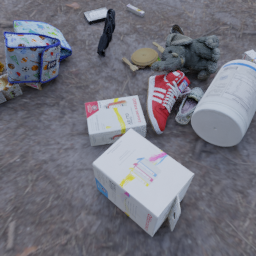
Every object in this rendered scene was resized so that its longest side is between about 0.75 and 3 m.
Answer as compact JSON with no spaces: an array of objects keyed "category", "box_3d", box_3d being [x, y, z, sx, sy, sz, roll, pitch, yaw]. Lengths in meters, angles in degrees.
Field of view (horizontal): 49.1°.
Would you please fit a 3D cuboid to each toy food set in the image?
[{"category":"toy food set","box_3d":[0.786,-3.185,12.881,1.936,0.389,1.336,-29,52,-13]}]

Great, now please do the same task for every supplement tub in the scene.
[{"category":"supplement tub","box_3d":[3.742,-0.959,10.281,1.911,1.911,2.897,27,60,18]}]

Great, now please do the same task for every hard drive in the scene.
[{"category":"hard drive","box_3d":[-1.614,-5.968,14.891,1.282,0.243,0.896,-19,56,-12]}]

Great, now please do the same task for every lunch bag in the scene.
[{"category":"lunch bag","box_3d":[-3.759,-2.769,11.207,2.089,1.776,1.294,-6,51,-25]},{"category":"lunch bag","box_3d":[-3.856,-3.856,12.657,2.217,1.413,1.885,-12,54,-29]}]

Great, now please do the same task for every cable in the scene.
[{"category":"cable","box_3d":[-0.929,-4.273,12.583,0.528,2.078,1.696,14,26,-9]}]

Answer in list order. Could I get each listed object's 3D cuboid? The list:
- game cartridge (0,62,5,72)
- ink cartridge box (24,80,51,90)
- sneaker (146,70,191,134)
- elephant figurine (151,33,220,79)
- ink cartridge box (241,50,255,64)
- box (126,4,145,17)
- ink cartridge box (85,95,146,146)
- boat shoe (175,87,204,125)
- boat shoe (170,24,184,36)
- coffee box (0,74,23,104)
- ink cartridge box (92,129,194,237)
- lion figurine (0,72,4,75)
[{"category":"game cartridge","box_3d":[-6.952,-3.326,11.751,2.656,2.341,0.431,16,75,12]},{"category":"ink cartridge box","box_3d":[-3.906,-2.079,12.043,0.894,0.336,0.737,20,54,13]},{"category":"sneaker","box_3d":[1.613,-1.118,10.683,1.601,1.014,2.847,-14,50,21]},{"category":"elephant figurine","box_3d":[2.264,-3.094,11.795,2.806,2.177,1.986,0,86,-1]},{"category":"ink cartridge box","box_3d":[5.494,-2.753,12.242,0.461,0.795,1.098,-20,57,-15]},{"category":"box","box_3d":[0.406,-6.357,15.169,1.150,0.238,0.223,36,61,24]},{"category":"ink cartridge box","box_3d":[-0.470,-0.295,10.442,2.067,0.862,1.500,-9,55,-6]},{"category":"boat shoe","box_3d":[2.486,-0.967,11.069,0.726,0.632,1.970,29,59,19]},{"category":"boat shoe","box_3d":[2.416,-4.066,13.276,0.788,0.644,2.134,-2,54,-1]},{"category":"coffee box","box_3d":[-5.291,-1.536,11.465,1.558,0.621,0.891,-30,59,-21]},{"category":"ink cartridge box","box_3d":[0.538,1.729,8.455,2.739,1.761,1.715,36,61,22]},{"category":"lion figurine","box_3d":[-5.946,-2.046,12.023,0.782,0.463,1.277,16,42,19]}]
